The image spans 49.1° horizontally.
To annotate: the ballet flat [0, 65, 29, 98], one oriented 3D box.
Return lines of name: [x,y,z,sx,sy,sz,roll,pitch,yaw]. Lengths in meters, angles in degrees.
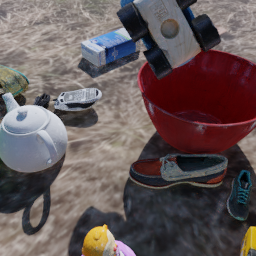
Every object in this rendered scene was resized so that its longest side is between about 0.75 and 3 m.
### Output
ballet flat: [-4.117,-1.577,8.335,2.725,0.963,0.963,26,49,26]

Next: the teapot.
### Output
teapot: [-2.155,0.086,6.196,1.687,1.232,1.665,4,43,3]

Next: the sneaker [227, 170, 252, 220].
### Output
sneaker: [2.201,1.258,5.461,0.420,0.494,1.083,11,44,12]

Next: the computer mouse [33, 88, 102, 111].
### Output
computer mouse: [-1.641,-0.666,7.661,1.910,0.419,1.047,-6,38,1]

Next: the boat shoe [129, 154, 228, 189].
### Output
boat shoe: [1.022,0.829,5.834,2.024,0.633,0.720,2,44,4]

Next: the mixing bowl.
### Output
mixing bowl: [1.664,-0.474,6.535,2.957,1.602,2.957,0,43,0]

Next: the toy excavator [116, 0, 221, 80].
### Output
toy excavator: [0.432,-2.386,5.406,1.243,2.419,2.488,-31,21,12]

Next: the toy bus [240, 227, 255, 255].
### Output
toy bus: [1.891,2.450,3.912,0.677,0.814,2.080,17,45,15]

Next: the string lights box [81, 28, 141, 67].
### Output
string lights box: [-0.584,-2.911,9.957,1.944,0.573,0.999,-30,50,-29]

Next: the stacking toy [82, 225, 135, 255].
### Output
stacking toy: [-0.262,1.873,3.503,1.217,2.218,1.287,7,42,7]
